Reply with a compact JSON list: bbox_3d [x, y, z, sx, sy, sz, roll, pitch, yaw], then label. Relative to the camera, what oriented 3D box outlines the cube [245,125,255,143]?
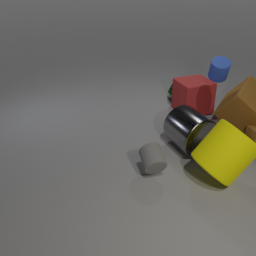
[{"bbox_3d":[4.440,0.373,9.496,0.700,0.700,0.700,4,20,-8],"label":"cube"}]

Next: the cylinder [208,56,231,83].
[{"bbox_3d":[3.349,-2.148,10.278,0.700,0.700,0.700,-1,53,1],"label":"cylinder"}]

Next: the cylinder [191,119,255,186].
[{"bbox_3d":[2.799,0.701,8.077,1.400,1.400,1.400,38,10,-8],"label":"cylinder"}]

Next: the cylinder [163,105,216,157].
[{"bbox_3d":[2.163,0.092,9.707,1.400,1.400,1.400,-12,32,-21],"label":"cylinder"}]

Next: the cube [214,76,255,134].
[{"bbox_3d":[4.373,-0.782,10.455,1.400,1.400,1.400,43,56,0],"label":"cube"}]

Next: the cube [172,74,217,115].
[{"bbox_3d":[2.871,-1.435,12.354,1.400,1.400,1.400,-10,29,-15],"label":"cube"}]

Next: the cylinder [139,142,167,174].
[{"bbox_3d":[0.746,0.911,8.414,0.700,0.700,0.700,-7,52,-13],"label":"cylinder"}]

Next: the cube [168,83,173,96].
[{"bbox_3d":[2.470,-1.785,13.531,0.700,0.700,0.700,19,21,-25],"label":"cube"}]
